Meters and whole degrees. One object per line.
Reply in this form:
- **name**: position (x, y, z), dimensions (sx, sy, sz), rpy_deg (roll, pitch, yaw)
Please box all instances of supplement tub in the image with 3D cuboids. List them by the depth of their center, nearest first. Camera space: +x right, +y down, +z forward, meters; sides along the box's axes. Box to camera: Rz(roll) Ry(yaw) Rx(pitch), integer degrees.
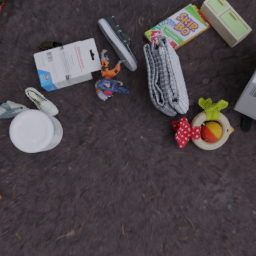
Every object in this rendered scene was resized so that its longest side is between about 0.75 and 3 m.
- **supplement tub**: position (-2.781, 0.120, 8.733), dimensions (1.252, 1.897, 1.252), rpy_deg (0, 87, -5)

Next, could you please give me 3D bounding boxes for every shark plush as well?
- **shark plush**: position (-3.774, -0.502, 9.752), dimensions (1.546, 0.702, 0.644), rpy_deg (10, 102, -19)

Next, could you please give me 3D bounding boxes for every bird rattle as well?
- **bird rattle**: position (2.572, 0.006, 9.291), dimensions (1.703, 1.177, 2.089), rpy_deg (44, 87, -10)

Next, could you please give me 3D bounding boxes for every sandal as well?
- **sandal**: position (4.195, -0.420, 9.745), dimensions (0.437, 0.262, 1.164), rpy_deg (17, 96, 8)

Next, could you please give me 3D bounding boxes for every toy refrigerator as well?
- **toy refrigerator**: position (3.480, -3.883, 10.042), dimensions (0.699, 0.645, 1.842), rpy_deg (-37, 83, -5)

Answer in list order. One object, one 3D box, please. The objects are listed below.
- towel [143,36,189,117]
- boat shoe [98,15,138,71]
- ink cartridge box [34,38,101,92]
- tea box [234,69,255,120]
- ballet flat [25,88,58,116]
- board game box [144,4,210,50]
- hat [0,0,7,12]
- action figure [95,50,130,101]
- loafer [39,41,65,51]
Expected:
- **towel**: position (1.200, -1.565, 9.060), dimensions (0.967, 1.872, 2.261), rpy_deg (-15, 79, 20)
- **boat shoe**: position (-0.233, -3.048, 9.867), dimensions (0.640, 0.776, 2.260), rpy_deg (-33, 81, -5)
- **ink cartridge box**: position (-2.017, -2.178, 9.721), dimensions (2.111, 0.716, 1.224), rpy_deg (-16, 82, 0)
- **tea box**: position (5.379, -1.387, 8.636), dimensions (2.827, 1.889, 2.781), rpy_deg (29, 72, 15)
- **ballet flat**: position (-3.043, -0.901, 9.691), dimensions (1.379, 0.495, 0.495), rpy_deg (39, 83, 5)
- **board game box**: position (1.818, -3.564, 10.184), dimensions (2.270, 0.340, 1.084), rpy_deg (-33, 84, -7)
- **hat**: position (-4.898, -4.685, 10.402), dimensions (1.590, 1.689, 1.919), rpy_deg (28, 43, 2)
- **action figure**: position (-0.590, -1.643, 9.458), dimensions (0.831, 1.588, 1.536), rpy_deg (18, 90, 36)
- **loafer**: position (-2.714, -2.987, 10.049), dimensions (1.002, 0.357, 0.366), rpy_deg (1, 81, 0)
